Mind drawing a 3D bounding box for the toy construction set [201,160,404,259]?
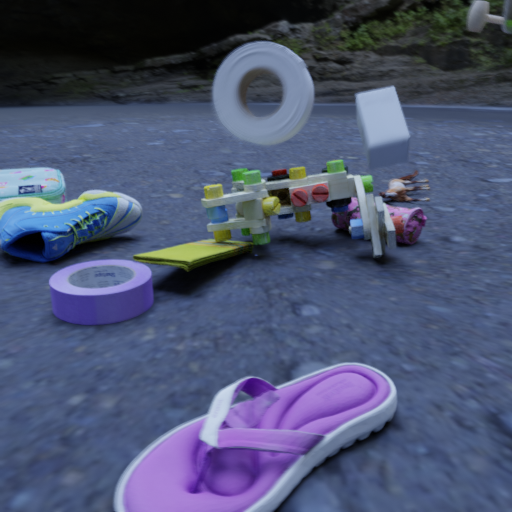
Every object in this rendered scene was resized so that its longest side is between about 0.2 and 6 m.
[{"bbox_3d":[0.819,-0.894,9.406,3.249,1.497,2.131,7,13,4],"label":"toy construction set"}]

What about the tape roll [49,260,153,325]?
[{"bbox_3d":[-2.008,0.449,7.330,1.285,0.422,1.285,1,19,0],"label":"tape roll"}]

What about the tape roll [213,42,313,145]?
[{"bbox_3d":[0.143,-2.822,9.820,1.710,1.710,0.598,5,8,14],"label":"tape roll"}]

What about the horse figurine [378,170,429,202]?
[{"bbox_3d":[3.518,-1.589,13.278,1.121,0.422,1.691,-1,25,16],"label":"horse figurine"}]

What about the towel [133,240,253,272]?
[{"bbox_3d":[-0.879,-0.033,8.592,0.937,0.197,2.178,4,9,23],"label":"towel"}]

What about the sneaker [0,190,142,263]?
[{"bbox_3d":[-3.088,-0.382,9.415,2.541,0.962,1.335,-8,38,-22],"label":"sneaker"}]

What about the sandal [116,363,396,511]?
[{"bbox_3d":[0.080,1.291,4.459,2.684,0.660,1.092,-17,25,-41],"label":"sandal"}]

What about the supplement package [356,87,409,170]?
[{"bbox_3d":[1.813,-1.841,8.086,0.574,0.573,0.979,-10,60,5],"label":"supplement package"}]

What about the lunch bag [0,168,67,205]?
[{"bbox_3d":[-4.720,-1.015,10.735,2.092,1.006,2.609,-6,20,-18],"label":"lunch bag"}]

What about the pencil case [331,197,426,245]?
[{"bbox_3d":[2.218,-0.680,10.273,1.693,0.733,0.701,18,-19,42],"label":"pencil case"}]

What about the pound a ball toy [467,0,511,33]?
[{"bbox_3d":[4.532,-3.981,8.808,1.973,0.838,1.286,-13,30,-19],"label":"pound a ball toy"}]
